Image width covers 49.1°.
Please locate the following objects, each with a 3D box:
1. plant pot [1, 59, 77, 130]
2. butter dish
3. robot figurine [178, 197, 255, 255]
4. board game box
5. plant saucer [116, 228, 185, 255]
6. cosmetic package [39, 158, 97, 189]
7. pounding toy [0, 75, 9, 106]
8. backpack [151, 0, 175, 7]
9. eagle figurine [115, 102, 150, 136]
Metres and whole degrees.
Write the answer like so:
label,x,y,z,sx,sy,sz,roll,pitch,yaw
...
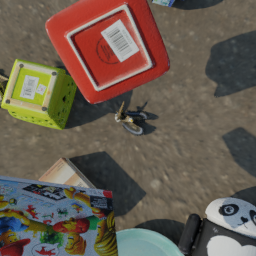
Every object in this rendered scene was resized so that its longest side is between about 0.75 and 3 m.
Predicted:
label,x,y,z,sx,sy,sz,roll,pitch,yaw
plant pot,-2.380,-0.924,7.509,1.552,1.415,1.560,14,83,1
butter dish,-0.335,-1.768,5.701,1.901,1.409,1.906,-22,119,13
robot figurine,2.450,3.013,6.835,1.933,1.606,2.573,23,82,-31
board game box,-1.361,1.600,4.250,2.531,0.438,1.598,14,45,-27
plant saucer,0.211,4.068,7.261,2.926,0.526,2.926,0,82,-1
cosmetic package,-1.413,1.694,7.473,1.725,0.753,0.892,44,84,5
pounding toy,-3.873,-1.216,7.994,1.004,0.523,1.142,-21,83,-3
backpack,1.312,-4.267,8.017,1.058,1.317,1.439,19,81,-2
eagle figurine,0.089,-0.229,7.912,0.888,0.670,0.674,23,127,-26
